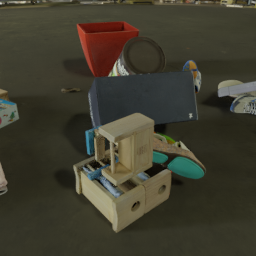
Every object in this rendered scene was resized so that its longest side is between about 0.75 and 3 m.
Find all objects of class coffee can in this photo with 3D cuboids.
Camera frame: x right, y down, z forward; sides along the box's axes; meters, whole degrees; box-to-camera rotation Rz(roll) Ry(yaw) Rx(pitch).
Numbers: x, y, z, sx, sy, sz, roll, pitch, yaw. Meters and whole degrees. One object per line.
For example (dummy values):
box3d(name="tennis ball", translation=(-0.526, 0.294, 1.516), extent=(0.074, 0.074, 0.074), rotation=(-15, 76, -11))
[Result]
box3d(name="coffee can", translation=(0.273, -2.241, 11.096), extent=(1.679, 2.294, 1.679), rotation=(5, 72, -17))

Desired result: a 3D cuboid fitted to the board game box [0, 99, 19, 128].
box3d(name="board game box", translation=(-5.501, -0.367, 10.334), extent=(1.645, 0.717, 2.229), rotation=(17, 33, 25))

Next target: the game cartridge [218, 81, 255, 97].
box3d(name="game cartridge", translation=(4.851, -1.665, 11.530), extent=(2.192, 0.455, 1.460), rotation=(-9, 1, 21))

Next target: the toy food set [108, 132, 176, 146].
box3d(name="toy food set", translation=(0.767, 0.470, 7.944), extent=(2.565, 0.515, 1.771), rotation=(11, 17, -43))

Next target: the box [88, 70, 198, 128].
box3d(name="box", translation=(0.317, -0.773, 9.106), extent=(2.930, 1.526, 2.668), rotation=(-7, 1, -12))

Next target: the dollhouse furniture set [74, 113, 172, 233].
box3d(name="dollhouse furniture set", translation=(-0.126, 0.654, 6.703), extent=(1.772, 2.529, 1.782), rotation=(-23, 37, -34))

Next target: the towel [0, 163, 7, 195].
box3d(name="towel", translation=(-5.043, 1.329, 7.617), extent=(2.947, 0.475, 2.815), rotation=(-18, 35, -28))

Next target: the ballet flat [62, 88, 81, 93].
box3d(name="ballet flat", translation=(-2.697, -1.788, 13.336), extent=(0.915, 0.212, 0.308), rotation=(-6, -4, -21))

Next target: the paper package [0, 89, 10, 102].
box3d(name="paper package", translation=(-5.883, -1.301, 12.086), extent=(1.102, 0.570, 1.050), rotation=(18, 35, 30))

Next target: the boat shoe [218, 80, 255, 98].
box3d(name="boat shoe", translation=(5.200, -1.635, 12.576), extent=(2.219, 0.660, 0.797), rotation=(10, 74, 27))

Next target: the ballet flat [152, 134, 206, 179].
box3d(name="ballet flat", translation=(1.021, 0.584, 6.896), extent=(2.178, 0.741, 0.732), rotation=(24, 47, -22))

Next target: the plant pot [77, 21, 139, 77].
box3d(name="plant pot", translation=(-1.144, -4.308, 15.427), extent=(2.788, 2.457, 2.785), rotation=(-8, 31, -15))

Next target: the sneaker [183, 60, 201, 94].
box3d(name="sneaker", translation=(2.201, -1.812, 9.511), extent=(0.494, 1.313, 0.579), rotation=(12, 53, 28))

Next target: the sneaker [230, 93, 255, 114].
box3d(name="sneaker", translation=(5.109, -0.914, 11.243), extent=(2.058, 0.793, 0.877), rotation=(-10, 36, -17))
